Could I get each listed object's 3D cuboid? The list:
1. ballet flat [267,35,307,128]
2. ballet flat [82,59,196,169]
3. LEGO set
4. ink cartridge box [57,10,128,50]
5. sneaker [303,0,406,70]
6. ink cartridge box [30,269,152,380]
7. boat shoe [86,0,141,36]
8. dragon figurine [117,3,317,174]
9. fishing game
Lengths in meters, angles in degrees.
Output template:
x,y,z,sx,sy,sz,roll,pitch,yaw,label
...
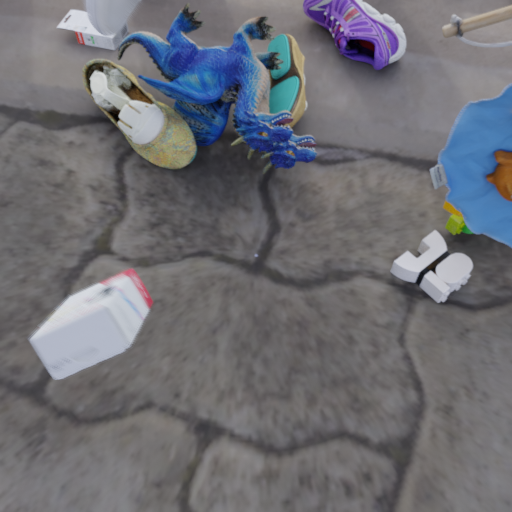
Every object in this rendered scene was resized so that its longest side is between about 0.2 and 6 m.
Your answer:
x,y,z,sx,sy,sz,roll,pitch,yaw,label
0.641,-3.043,10.272,0.871,0.800,2.538,-20,52,33,ballet flat
-2.165,-2.529,9.767,1.022,1.022,2.891,-32,61,-20,ballet flat
3.934,-0.591,8.280,3.685,1.406,1.512,-34,62,-19,LEGO set
-3.403,-4.721,11.685,1.281,0.323,0.698,13,57,10,ink cartridge box
1.821,-4.605,11.247,1.029,0.994,2.466,-41,66,-18,sneaker
-1.646,0.662,5.787,0.858,0.487,1.177,-24,14,7,ink cartridge box
-1.860,-4.166,8.254,0.748,2.110,0.737,-9,49,-51,boat shoe
-1.044,-2.899,9.652,4.730,1.392,2.352,17,69,18,dragon figurine
3.450,-0.881,6.013,2.972,4.151,0.645,-6,46,29,fishing game
